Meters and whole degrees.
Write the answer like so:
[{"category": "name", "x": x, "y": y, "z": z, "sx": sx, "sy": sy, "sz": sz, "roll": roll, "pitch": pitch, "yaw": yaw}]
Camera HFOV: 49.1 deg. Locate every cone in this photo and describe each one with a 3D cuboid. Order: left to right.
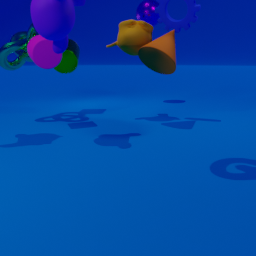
[{"category": "cone", "x": 1.009, "y": -2.221, "z": 7.515, "sx": 1.111, "sy": 1.115, "sz": 1.111, "roll": 27, "pitch": -15, "yaw": 8}]

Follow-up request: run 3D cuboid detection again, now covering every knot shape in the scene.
[{"category": "knot shape", "x": -3.032, "y": -2.531, "z": 8.470, "sx": 1.792, "sy": 0.828, "sz": 1.677, "roll": -26, "pitch": 32, "yaw": 18}]

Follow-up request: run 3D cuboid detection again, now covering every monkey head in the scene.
[{"category": "monkey head", "x": -1.278, "y": -2.263, "z": 5.418, "sx": 1.184, "sy": 0.992, "sz": 1.646, "roll": -17, "pitch": -21, "yaw": -18}, {"category": "monkey head", "x": 0.198, "y": -2.631, "z": 8.232, "sx": 1.617, "sy": 0.974, "sz": 1.163, "roll": 5, "pitch": 17, "yaw": -3}]

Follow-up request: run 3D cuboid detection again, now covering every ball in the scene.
[{"category": "ball", "x": 0.854, "y": -4.572, "z": 11.187, "sx": 1.071, "sy": 1.071, "sz": 1.071, "roll": 0, "pitch": 14, "yaw": 0}]

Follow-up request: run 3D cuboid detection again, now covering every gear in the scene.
[{"category": "gear", "x": 1.314, "y": -3.176, "z": 7.471, "sx": 1.173, "sy": 1.173, "sz": 0.217, "roll": 6, "pitch": 34, "yaw": 23}]

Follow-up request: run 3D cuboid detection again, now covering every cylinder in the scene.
[{"category": "cylinder", "x": -2.196, "y": -2.006, "z": 7.364, "sx": 0.764, "sy": 0.764, "sz": 0.764, "roll": -7, "pitch": 26, "yaw": -26}, {"category": "cylinder", "x": -2.149, "y": -2.481, "z": 9.641, "sx": 0.921, "sy": 0.921, "sz": 0.921, "roll": -1, "pitch": 39, "yaw": -3}]
